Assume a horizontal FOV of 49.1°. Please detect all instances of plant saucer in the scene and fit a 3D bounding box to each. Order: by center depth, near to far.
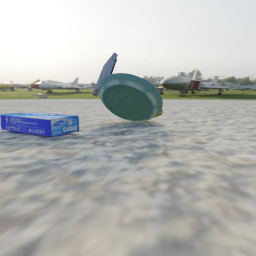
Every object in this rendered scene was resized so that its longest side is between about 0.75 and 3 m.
[{"bbox_3d":[0.028,-0.882,9.238,2.229,0.305,2.229,15,-33,10],"label":"plant saucer"}]

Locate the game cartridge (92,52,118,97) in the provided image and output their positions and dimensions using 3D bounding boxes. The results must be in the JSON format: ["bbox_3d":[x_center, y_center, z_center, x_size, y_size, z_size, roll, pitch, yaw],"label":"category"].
[{"bbox_3d":[-0.781,-1.884,9.845,0.284,1.477,0.957,30,-34,-22],"label":"game cartridge"}]

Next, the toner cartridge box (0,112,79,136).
[{"bbox_3d":[-2.322,-0.136,7.293,2.002,0.432,0.951,5,11,33],"label":"toner cartridge box"}]

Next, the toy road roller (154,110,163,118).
[{"bbox_3d":[0.793,-0.822,10.161,0.656,0.779,1.067,34,-26,-27],"label":"toy road roller"}]
